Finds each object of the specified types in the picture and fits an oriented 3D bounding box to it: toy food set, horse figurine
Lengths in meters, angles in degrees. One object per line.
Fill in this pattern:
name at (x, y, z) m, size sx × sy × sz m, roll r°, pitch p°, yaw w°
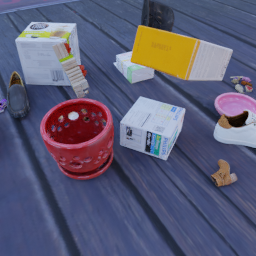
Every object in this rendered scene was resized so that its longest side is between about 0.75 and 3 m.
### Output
toy food set at (5.139, -2.012, 12.505) m, size 0.870 × 0.216 × 1.368 m, roll -4°, pitch 41°, yaw -5°
horse figurine at (-1.634, -0.336, 10.155) m, size 1.607 × 0.605 × 2.425 m, roll -34°, pitch 61°, yaw -11°

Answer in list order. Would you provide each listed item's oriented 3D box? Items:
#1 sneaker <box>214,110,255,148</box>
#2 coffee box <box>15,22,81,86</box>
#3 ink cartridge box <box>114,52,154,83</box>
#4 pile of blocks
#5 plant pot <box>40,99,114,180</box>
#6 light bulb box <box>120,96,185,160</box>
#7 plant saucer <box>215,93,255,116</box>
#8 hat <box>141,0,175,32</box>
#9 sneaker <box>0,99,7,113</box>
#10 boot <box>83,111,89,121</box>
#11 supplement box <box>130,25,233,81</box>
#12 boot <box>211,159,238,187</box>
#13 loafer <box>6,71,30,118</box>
sneaker at (4.418, 0.020, 9.491) m, size 2.741 × 1.160 × 0.998 m, roll 3°, pitch 40°, yaw 1°
coffee box at (-3.447, -3.360, 12.599) m, size 2.100 × 2.103 × 2.080 m, roll 3°, pitch 41°, yaw 4°
ink cartridge box at (0.215, -3.028, 13.292) m, size 1.216 × 0.699 × 2.076 m, roll -19°, pitch 44°, yaw -20°
pile of blocks at (-1.788, -1.963, 9.237) m, size 0.632 × 0.835 × 2.034 m, roll -26°, pitch 89°, yaw -10°
plant pot at (-1.413, 0.427, 8.432) m, size 2.030 × 1.848 × 2.030 m, roll -1°, pitch 43°, yaw 1°
light bulb box at (0.844, -0.042, 9.599) m, size 1.718 × 1.072 × 1.702 m, roll 18°, pitch 44°, yaw 18°
plant saucer at (4.225, -0.747, 10.904) m, size 1.697 × 0.430 × 1.697 m, roll 0°, pitch 40°, yaw 0°
hat at (1.068, -3.754, 10.198) m, size 1.160 × 2.876 × 2.876 m, roll 2°, pitch 41°, yaw 1°
sneaker at (-5.060, -0.961, 11.217) m, size 0.310 × 0.341 × 0.772 m, roll -1°, pitch 40°, yaw 0°
boot at (-1.693, -0.584, 10.806) m, size 0.704 × 0.335 × 0.910 m, roll 25°, pitch 59°, yaw 27°
supplement box at (1.509, -1.922, 7.493) m, size 1.649 × 0.962 × 2.617 m, roll 26°, pitch 22°, yaw 31°
boot at (2.824, 1.389, 8.598) m, size 0.685 × 0.338 × 0.882 m, roll -16°, pitch 51°, yaw -12°
loafer at (-4.493, -1.349, 11.233) m, size 0.898 × 0.892 × 2.467 m, roll -14°, pitch 44°, yaw -17°
